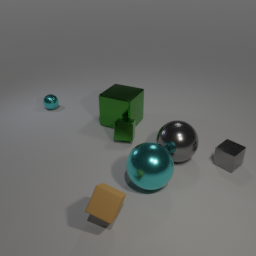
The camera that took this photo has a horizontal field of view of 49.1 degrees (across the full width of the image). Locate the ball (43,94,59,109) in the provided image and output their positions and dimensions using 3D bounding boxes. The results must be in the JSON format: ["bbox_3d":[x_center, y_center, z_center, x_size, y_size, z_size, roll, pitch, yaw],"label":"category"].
[{"bbox_3d":[-3.553,-1.208,12.922,0.700,0.700,0.700,0,30,0],"label":"ball"}]

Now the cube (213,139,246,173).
[{"bbox_3d":[3.328,0.905,9.203,0.700,0.700,0.700,-27,40,-33],"label":"cube"}]

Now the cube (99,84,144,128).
[{"bbox_3d":[-0.249,-0.864,11.602,1.400,1.400,1.400,14,33,23],"label":"cube"}]

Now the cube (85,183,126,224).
[{"bbox_3d":[-0.534,1.850,6.969,0.700,0.700,0.700,23,-3,9],"label":"cube"}]

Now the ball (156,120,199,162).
[{"bbox_3d":[1.638,0.441,9.349,1.400,1.400,1.400,0,30,0],"label":"ball"}]

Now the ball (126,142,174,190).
[{"bbox_3d":[0.644,1.107,8.198,1.400,1.400,1.400,0,30,0],"label":"ball"}]

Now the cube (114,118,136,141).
[{"bbox_3d":[-0.115,0.054,10.564,0.700,0.700,0.700,4,14,8],"label":"cube"}]
